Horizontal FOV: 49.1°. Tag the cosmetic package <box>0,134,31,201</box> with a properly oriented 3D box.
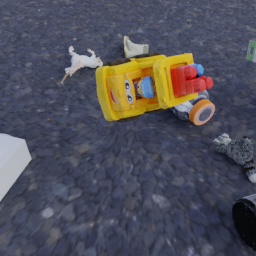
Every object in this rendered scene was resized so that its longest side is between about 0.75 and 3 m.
[{"bbox_3d":[-3.772,1.215,7.369,1.300,0.935,2.304,14,43,14],"label":"cosmetic package"}]

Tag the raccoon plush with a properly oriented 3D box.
[{"bbox_3d":[3.014,0.792,8.030,1.035,0.748,1.545,-5,43,7],"label":"raccoon plush"}]

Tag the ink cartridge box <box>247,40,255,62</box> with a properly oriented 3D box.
[{"bbox_3d":[4.689,-2.552,9.636,0.268,0.813,1.117,-33,51,-18],"label":"ink cartridge box"}]

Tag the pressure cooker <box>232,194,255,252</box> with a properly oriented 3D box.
[{"bbox_3d":[3.235,2.007,6.308,1.381,1.233,1.214,-11,87,-12],"label":"pressure cooker"}]

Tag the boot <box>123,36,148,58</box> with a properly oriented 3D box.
[{"bbox_3d":[0.364,-3.777,13.064,1.163,0.542,1.504,-3,48,-2],"label":"boot"}]

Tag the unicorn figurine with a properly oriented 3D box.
[{"bbox_3d":[-1.996,-2.800,11.800,2.083,0.769,1.431,-14,52,-20],"label":"unicorn figurine"}]

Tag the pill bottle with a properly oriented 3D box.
[{"bbox_3d":[1.873,-1.118,9.631,1.274,1.274,2.398,-20,46,-20],"label":"pill bottle"}]

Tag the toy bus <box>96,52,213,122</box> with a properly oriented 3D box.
[{"bbox_3d":[0.608,-0.862,5.610,1.931,1.311,1.854,-22,18,-40],"label":"toy bus"}]
